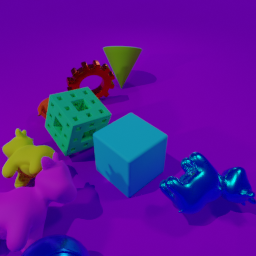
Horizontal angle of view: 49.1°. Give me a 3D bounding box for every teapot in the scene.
[{"bbox_3d":[-0.940,2.140,3.955,1.889,0.925,1.175,6,73,-23],"label":"teapot"},{"bbox_3d":[-2.038,-0.474,7.505,1.165,0.724,0.570,-6,64,-59],"label":"teapot"}]

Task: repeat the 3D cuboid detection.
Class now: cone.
[{"bbox_3d":[-0.188,-1.876,8.888,1.232,1.236,1.232,2,9,0],"label":"cone"}]

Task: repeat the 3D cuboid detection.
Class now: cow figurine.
[{"bbox_3d":[1.504,1.139,5.140,1.477,0.811,1.453,-41,83,-23],"label":"cow figurine"},{"bbox_3d":[-1.805,1.278,4.927,1.734,0.952,1.706,-1,59,8],"label":"cow figurine"},{"bbox_3d":[-2.099,0.582,6.049,1.436,0.788,1.413,-11,41,20],"label":"cow figurine"}]

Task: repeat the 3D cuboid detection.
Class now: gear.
[{"bbox_3d":[-1.048,-1.271,7.943,1.352,1.352,0.250,-13,50,-15],"label":"gear"}]

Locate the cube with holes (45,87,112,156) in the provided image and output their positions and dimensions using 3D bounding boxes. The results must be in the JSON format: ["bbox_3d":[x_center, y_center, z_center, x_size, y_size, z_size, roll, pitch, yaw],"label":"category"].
[{"bbox_3d":[-1.186,-0.170,6.520,1.006,1.006,1.006,-20,57,-38],"label":"cube with holes"}]

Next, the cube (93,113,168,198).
[{"bbox_3d":[0.044,0.544,5.961,1.097,1.097,1.097,-31,48,-32],"label":"cube"}]
